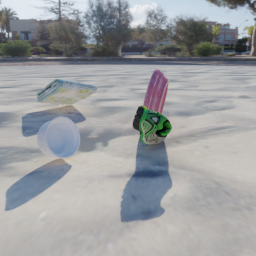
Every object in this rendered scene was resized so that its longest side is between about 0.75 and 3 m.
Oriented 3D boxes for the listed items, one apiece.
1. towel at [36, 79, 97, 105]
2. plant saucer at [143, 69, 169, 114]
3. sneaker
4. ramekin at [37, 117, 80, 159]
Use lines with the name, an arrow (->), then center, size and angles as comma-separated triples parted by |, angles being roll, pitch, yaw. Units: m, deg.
towel -> -2.356, -1.332, 10.565 | 1.619, 0.455, 1.892 | -1, -11, -44
plant saucer -> 0.754, -0.717, 7.617 | 0.432, 1.706, 1.706 | 15, 18, 11
sneaker -> 0.615, 0.065, 6.099 | 0.685, 0.628, 1.609 | 21, -7, 21
ramekin -> -1.422, 0.215, 5.685 | 0.408, 0.836, 0.836 | -11, 5, 41
